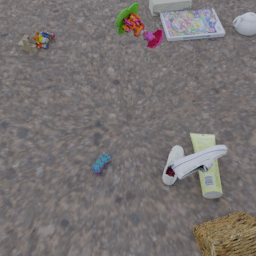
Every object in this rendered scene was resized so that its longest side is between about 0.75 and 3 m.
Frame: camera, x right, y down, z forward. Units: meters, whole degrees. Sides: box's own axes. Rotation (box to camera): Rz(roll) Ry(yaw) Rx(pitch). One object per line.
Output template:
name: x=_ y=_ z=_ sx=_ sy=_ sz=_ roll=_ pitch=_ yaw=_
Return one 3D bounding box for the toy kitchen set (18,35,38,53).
toy kitchen set: x=-4.378 y=-3.873 z=12.447 sx=0.793 sy=0.647 sz=0.715 roll=12 pitch=57 yaw=8

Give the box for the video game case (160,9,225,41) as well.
video game case: x=3.043 y=-4.972 z=13.422 sx=2.706 sy=0.244 sz=1.937 roll=-6 pitch=56 yaw=-4

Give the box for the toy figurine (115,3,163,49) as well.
toy figurine: x=0.374 y=-2.461 z=7.037 sx=1.090 sy=0.889 sz=1.185 roll=37 pitch=24 yaw=5

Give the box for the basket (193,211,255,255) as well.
basket: x=2.939 y=3.264 z=7.761 sx=1.777 sy=1.324 sz=1.268 roll=-16 pitch=91 yaw=-10

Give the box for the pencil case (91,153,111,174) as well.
pencil case: x=-0.882 y=1.174 z=9.291 sx=0.348 sy=0.321 sz=0.753 roll=34 pitch=63 yaw=18

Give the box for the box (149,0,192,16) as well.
box: x=2.102 y=-6.178 z=13.958 sx=1.989 sy=0.680 sz=0.817 roll=-9 pitch=57 yaw=-5

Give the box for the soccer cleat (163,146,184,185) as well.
soccer cleat: x=1.534 y=1.133 z=9.116 sx=0.531 sy=0.656 sz=1.521 roll=17 pitch=57 yaw=11

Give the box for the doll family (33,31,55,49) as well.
doll family: x=-3.869 y=-4.134 z=12.696 sx=0.716 sy=0.520 sz=1.154 roll=13 pitch=57 yaw=9

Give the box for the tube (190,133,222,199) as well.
tube: x=2.618 y=1.140 z=9.218 sx=0.598 sy=0.669 sz=2.304 roll=-30 pitch=45 yaw=35

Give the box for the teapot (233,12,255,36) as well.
teapot: x=5.614 y=-4.951 z=13.036 sx=1.164 sy=0.861 sz=1.179 roll=28 pitch=62 yaw=18

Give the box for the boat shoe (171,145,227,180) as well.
boat shoe: x=2.053 y=0.976 z=7.767 sx=1.691 sy=0.622 sz=0.553 roll=-20 pitch=63 yaw=-8
